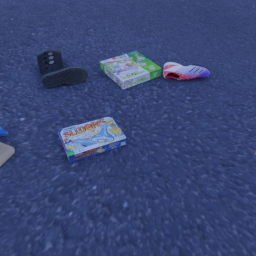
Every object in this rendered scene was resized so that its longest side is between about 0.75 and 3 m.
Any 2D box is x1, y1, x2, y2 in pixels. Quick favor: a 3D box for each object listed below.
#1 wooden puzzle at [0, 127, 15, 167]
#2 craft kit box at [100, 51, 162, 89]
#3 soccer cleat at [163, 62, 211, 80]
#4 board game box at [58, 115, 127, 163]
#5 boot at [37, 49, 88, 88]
[{"bbox_3d":[-5.379,1.072,10.235,1.937,0.336,2.871,26,48,20],"label":"wooden puzzle"},{"bbox_3d":[0.106,-3.117,14.761,2.400,0.582,2.370,-24,50,-24],"label":"craft kit box"},{"bbox_3d":[2.986,-2.770,14.296,2.393,0.816,0.876,8,64,5],"label":"soccer cleat"},{"bbox_3d":[-1.403,0.368,10.925,2.293,0.395,1.552,-17,45,-19],"label":"board game box"},{"bbox_3d":[-3.509,-3.281,14.740,2.318,0.923,2.812,-10,38,-14],"label":"boot"}]
